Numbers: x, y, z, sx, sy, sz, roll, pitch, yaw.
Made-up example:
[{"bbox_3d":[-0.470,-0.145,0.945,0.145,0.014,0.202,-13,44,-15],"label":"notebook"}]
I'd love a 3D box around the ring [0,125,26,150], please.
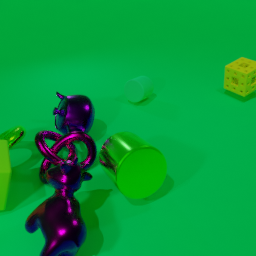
[{"bbox_3d":[-3.104,0.456,6.570,1.581,0.316,1.581,-29,17,10],"label":"ring"}]

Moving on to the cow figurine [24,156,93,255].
[{"bbox_3d":[-1.047,1.326,4.748,1.467,0.818,1.491,-50,46,2],"label":"cow figurine"}]

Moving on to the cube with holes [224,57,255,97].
[{"bbox_3d":[3.897,-1.740,9.477,0.856,0.856,0.856,-29,41,-22],"label":"cube with holes"}]

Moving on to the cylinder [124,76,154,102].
[{"bbox_3d":[0.367,-1.315,9.404,0.761,0.761,0.761,18,28,25],"label":"cylinder"}]

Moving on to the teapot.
[{"bbox_3d":[-1.534,-0.377,7.520,0.985,1.251,2.012,15,31,-32],"label":"teapot"}]

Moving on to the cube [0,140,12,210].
[{"bbox_3d":[-2.857,0.891,5.344,1.007,1.007,1.007,4,31,-30],"label":"cube"}]

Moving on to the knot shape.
[{"bbox_3d":[-1.539,0.680,6.413,1.471,0.680,1.376,17,55,5],"label":"knot shape"}]

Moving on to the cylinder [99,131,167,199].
[{"bbox_3d":[0.077,0.735,5.836,1.103,1.103,1.103,-13,19,-19],"label":"cylinder"}]
